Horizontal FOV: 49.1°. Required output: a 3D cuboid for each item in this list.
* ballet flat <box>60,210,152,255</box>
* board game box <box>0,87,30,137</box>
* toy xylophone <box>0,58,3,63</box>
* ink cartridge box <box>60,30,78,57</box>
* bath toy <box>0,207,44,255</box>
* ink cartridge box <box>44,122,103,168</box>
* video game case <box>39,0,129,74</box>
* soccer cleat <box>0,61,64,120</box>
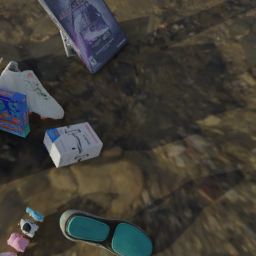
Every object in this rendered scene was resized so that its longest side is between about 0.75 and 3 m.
[{"bbox_3d":[-0.407,2.008,5.400,1.922,0.612,0.648,27,74,-21],"label":"ballet flat"},{"bbox_3d":[-2.872,-0.387,6.706,0.926,1.217,0.274,17,45,3],"label":"board game box"},{"bbox_3d":[-3.923,-1.658,7.870,0.824,0.283,1.126,-37,38,18],"label":"toy xylophone"},{"bbox_3d":[-1.684,-3.238,9.047,1.027,0.475,1.885,-15,66,-11],"label":"ink cartridge box"},{"bbox_3d":[-2.136,2.166,5.497,0.425,0.501,1.151,32,65,-8],"label":"bath toy"},{"bbox_3d":[-1.234,0.349,6.336,1.069,0.451,0.780,-14,53,-36],"label":"ink cartridge box"},{"bbox_3d":[-1.188,-3.122,8.162,0.239,2.518,1.799,-1,43,50],"label":"video game case"},{"bbox_3d":[-2.517,-0.976,7.248,2.332,0.808,0.904,31,104,24],"label":"soccer cleat"}]
